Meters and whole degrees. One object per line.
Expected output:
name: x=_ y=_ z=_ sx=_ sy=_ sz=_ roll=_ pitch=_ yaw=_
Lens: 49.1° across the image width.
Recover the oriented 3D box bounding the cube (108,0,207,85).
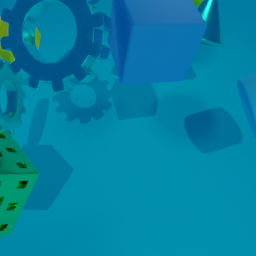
cube: x=0.372 y=-1.493 z=4.464 sx=1.117 sy=1.117 sz=1.117 roll=-7 pitch=57 yaw=-15

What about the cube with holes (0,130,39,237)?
cube with holes: x=-2.149 y=0.740 z=3.817 sx=1.117 sy=1.117 sz=1.117 roll=39 pitch=17 yaw=35

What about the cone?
cone: x=1.859 y=-2.682 z=6.577 sx=1.245 sy=1.249 sz=1.245 roll=14 pitch=16 yaw=-4

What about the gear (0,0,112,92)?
gear: x=-1.178 y=-1.505 z=4.490 sx=1.826 sy=1.826 sz=0.338 roll=19 pitch=12 yaw=13

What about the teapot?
teapot: x=-2.636 y=-2.093 z=6.509 sx=0.905 sy=1.149 sz=1.848 roll=19 pitch=30 yaw=24

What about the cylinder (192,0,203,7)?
cylinder: x=1.940 y=-3.819 z=7.735 sx=0.911 sy=0.911 sz=0.911 roll=41 pitch=56 yaw=-18

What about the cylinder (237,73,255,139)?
cylinder: x=2.487 y=-0.420 z=4.401 sx=1.162 sy=1.162 sz=1.162 roll=-19 pitch=52 yaw=18

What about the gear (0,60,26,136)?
gear: x=-2.411 y=-0.568 z=5.425 sx=0.265 sy=1.432 sz=1.432 roll=2 pitch=54 yaw=4
